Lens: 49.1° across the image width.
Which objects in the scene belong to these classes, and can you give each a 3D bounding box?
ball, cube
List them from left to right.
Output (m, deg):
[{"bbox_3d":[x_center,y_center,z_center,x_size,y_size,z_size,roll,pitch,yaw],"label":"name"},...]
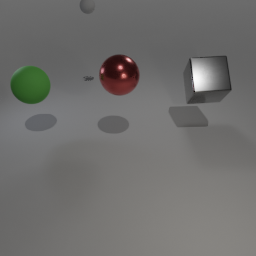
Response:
[{"bbox_3d":[-3.580,-1.580,10.323,1.400,1.400,1.400,0,31,0],"label":"ball"},{"bbox_3d":[-1.845,-5.559,12.727,0.700,0.700,0.700,0,31,0],"label":"ball"},{"bbox_3d":[-0.295,-1.816,9.650,1.400,1.400,1.400,0,31,0],"label":"ball"},{"bbox_3d":[3.015,-1.825,10.865,1.400,1.400,1.400,-4,-12,0],"label":"cube"}]
